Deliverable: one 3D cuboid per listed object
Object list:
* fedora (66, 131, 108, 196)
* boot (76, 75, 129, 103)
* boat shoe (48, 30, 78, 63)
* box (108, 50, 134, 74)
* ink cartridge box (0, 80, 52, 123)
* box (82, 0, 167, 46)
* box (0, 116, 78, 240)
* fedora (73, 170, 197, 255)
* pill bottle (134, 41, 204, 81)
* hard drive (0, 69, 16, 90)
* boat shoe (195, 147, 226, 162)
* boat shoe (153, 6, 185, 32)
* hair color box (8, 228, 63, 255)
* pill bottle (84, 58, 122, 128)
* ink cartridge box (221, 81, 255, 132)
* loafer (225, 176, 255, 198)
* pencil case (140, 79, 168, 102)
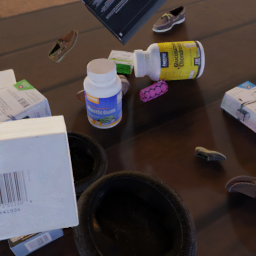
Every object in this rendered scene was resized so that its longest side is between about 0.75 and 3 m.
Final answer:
[{"bbox_3d":[-1.554,1.064,7.307,2.103,0.961,2.103,0,47,0],"label":"fedora"},{"bbox_3d":[-0.848,-1.436,9.993,1.782,0.626,1.303,2,40,0],"label":"boot"},{"bbox_3d":[-1.836,-2.354,7.938,1.091,0.371,0.393,-52,55,11],"label":"boat shoe"},{"bbox_3d":[-0.275,-2.636,11.135,0.970,0.469,0.855,8,47,8],"label":"box"},{"bbox_3d":[-3.721,-0.494,8.846,2.027,0.852,1.480,-34,55,-28],"label":"ink cartridge box"},{"bbox_3d":[0.098,-4.519,9.547,2.689,1.060,1.898,-44,89,7],"label":"box"},{"bbox_3d":[-1.434,0.485,3.707,1.317,1.032,2.118,-8,9,-13],"label":"box"},{"bbox_3d":[0.116,2.244,6.016,2.647,1.209,2.647,1,49,-1],"label":"fedora"},{"bbox_3d":[1.465,-2.450,10.356,2.418,1.354,1.354,-5,47,-4],"label":"pill bottle"},{"bbox_3d":[-4.649,-1.549,10.290,1.033,0.206,1.566,-17,49,-16],"label":"hard drive"},{"bbox_3d":[2.336,0.812,8.022,0.879,0.314,0.289,19,58,20],"label":"boat shoe"},{"bbox_3d":[1.993,-5.269,13.498,2.167,0.645,0.779,-35,56,-28],"label":"boat shoe"},{"bbox_3d":[-2.509,1.816,6.802,1.084,0.664,2.189,-23,50,-20],"label":"hair color box"},{"bbox_3d":[-0.758,-1.041,8.569,1.125,2.008,1.125,0,47,0],"label":"pill bottle"},{"bbox_3d":[4.100,-0.695,9.161,1.181,0.693,1.613,-27,51,-23],"label":"ink cartridge box"},{"bbox_3d":[3.173,1.531,7.204,1.281,0.468,0.455,-2,46,-1],"label":"loafer"},{"bbox_3d":[0.899,-1.332,9.898,1.042,0.488,0.473,-31,54,-25],"label":"pencil case"}]
